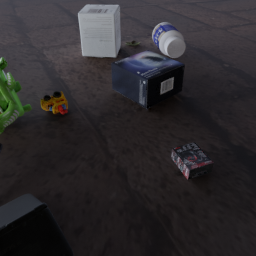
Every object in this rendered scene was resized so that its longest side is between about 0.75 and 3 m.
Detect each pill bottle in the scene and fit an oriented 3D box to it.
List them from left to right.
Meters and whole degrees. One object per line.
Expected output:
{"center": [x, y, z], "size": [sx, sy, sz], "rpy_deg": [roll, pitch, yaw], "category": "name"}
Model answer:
{"center": [2.136, -4.493, 14.431], "size": [1.304, 1.304, 2.179], "rpy_deg": [-7, 37, -9], "category": "pill bottle"}

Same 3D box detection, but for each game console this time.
{"center": [-2.654, 2.594, 5.872], "size": [2.305, 1.342, 2.027], "rpy_deg": [-27, 75, -31], "category": "game console"}

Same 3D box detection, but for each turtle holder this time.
{"center": [-4.438, -0.868, 9.397], "size": [1.851, 1.981, 2.607], "rpy_deg": [-27, 81, -12], "category": "turtle holder"}

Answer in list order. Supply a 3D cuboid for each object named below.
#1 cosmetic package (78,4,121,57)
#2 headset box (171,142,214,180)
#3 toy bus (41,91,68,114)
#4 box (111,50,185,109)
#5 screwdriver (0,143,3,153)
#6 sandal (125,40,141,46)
{"center": [-1.367, -4.979, 14.346], "size": [1.793, 2.176, 1.795], "rpy_deg": [4, 37, 5], "category": "cosmetic package"}
{"center": [1.825, 0.943, 7.918], "size": [0.799, 0.403, 1.074], "rpy_deg": [-14, 39, -18], "category": "headset box"}
{"center": [-2.615, -0.806, 10.201], "size": [0.887, 0.602, 0.851], "rpy_deg": [-24, 59, -25], "category": "toy bus"}
{"center": [0.761, -2.031, 11.178], "size": [2.094, 1.290, 2.077], "rpy_deg": [-28, 44, -32], "category": "box"}
{"center": [-3.895, 1.213, 7.583], "size": [0.301, 0.289, 2.071], "rpy_deg": [-27, 37, 32], "category": "screwdriver"}
{"center": [0.276, -4.790, 15.719], "size": [0.863, 0.246, 0.343], "rpy_deg": [6, 37, 8], "category": "sandal"}
